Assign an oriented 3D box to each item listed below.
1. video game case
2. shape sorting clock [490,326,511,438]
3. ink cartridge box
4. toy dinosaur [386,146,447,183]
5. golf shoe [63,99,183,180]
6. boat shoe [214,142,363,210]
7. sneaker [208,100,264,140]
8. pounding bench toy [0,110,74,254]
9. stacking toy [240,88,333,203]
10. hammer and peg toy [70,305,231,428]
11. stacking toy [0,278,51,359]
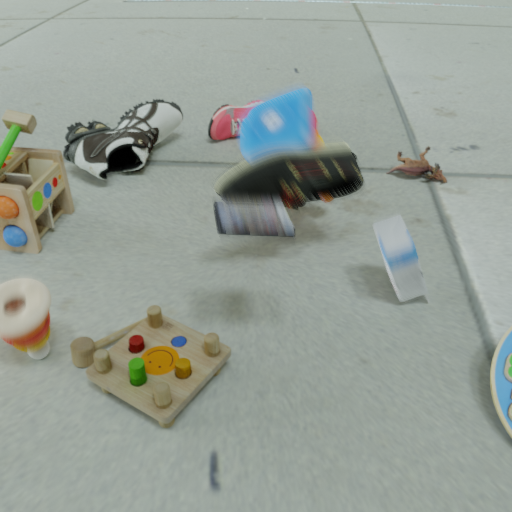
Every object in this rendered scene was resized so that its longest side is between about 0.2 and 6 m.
[{"bbox_3d":[-0.045,-0.498,7.453,0.993,0.127,0.897,2,25,-9],"label":"video game case"},{"bbox_3d":[4.550,1.790,7.429,2.680,0.526,2.680,-5,61,10],"label":"shape sorting clock"},{"bbox_3d":[2.473,0.153,9.511,0.503,1.484,0.861,-20,42,10],"label":"ink cartridge box"},{"bbox_3d":[3.778,-2.052,13.152,1.334,0.572,0.904,-6,43,1],"label":"toy dinosaur"},{"bbox_3d":[-2.923,-2.724,13.694,3.365,1.308,1.590,-32,65,-34],"label":"golf shoe"},{"bbox_3d":[0.617,-1.254,9.392,2.670,0.977,0.837,-14,67,-25],"label":"boat shoe"},{"bbox_3d":[-0.266,-3.603,14.964,2.251,0.830,0.976,-28,46,-33],"label":"sneaker"},{"bbox_3d":[-4.771,-1.433,10.815,1.434,2.308,1.800,6,37,8],"label":"pounding bench toy"},{"bbox_3d":[0.893,-1.814,10.797,1.391,2.534,1.471,-15,55,26],"label":"stacking toy"},{"bbox_3d":[-1.646,1.411,8.284,2.191,0.772,1.611,22,42,26],"label":"hammer and peg toy"},{"bbox_3d":[-3.375,1.069,8.291,0.984,1.346,0.984,-1,49,1],"label":"stacking toy"}]
